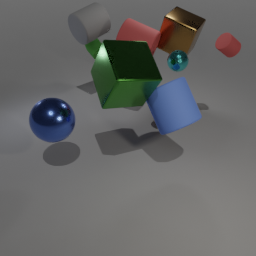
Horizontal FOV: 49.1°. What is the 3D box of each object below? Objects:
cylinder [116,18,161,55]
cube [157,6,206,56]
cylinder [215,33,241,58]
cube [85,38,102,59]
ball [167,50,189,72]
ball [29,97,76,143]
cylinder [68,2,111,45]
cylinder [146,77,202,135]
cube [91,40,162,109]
[{"bbox_3d":[0.384,-3.419,11.151,1.400,1.400,1.400,26,36,7],"label":"cylinder"},{"bbox_3d":[2.167,-3.948,11.666,1.400,1.400,1.400,29,46,10],"label":"cube"},{"bbox_3d":[3.837,-3.167,10.724,0.700,0.700,0.700,22,16,-35],"label":"cylinder"},{"bbox_3d":[-1.652,-4.021,14.082,0.700,0.700,0.700,-39,-5,-3],"label":"cube"},{"bbox_3d":[1.641,-2.207,9.226,0.700,0.700,0.700,0,31,0],"label":"ball"},{"bbox_3d":[-2.343,-0.246,8.714,1.400,1.400,1.400,0,31,0],"label":"ball"},{"bbox_3d":[-1.728,-4.684,12.579,1.400,1.400,1.400,-38,45,-25],"label":"cylinder"},{"bbox_3d":[1.406,-0.692,8.850,1.400,1.400,1.400,-24,1,1],"label":"cylinder"},{"bbox_3d":[-0.100,-1.530,8.111,1.400,1.400,1.400,-7,65,-27],"label":"cube"}]
